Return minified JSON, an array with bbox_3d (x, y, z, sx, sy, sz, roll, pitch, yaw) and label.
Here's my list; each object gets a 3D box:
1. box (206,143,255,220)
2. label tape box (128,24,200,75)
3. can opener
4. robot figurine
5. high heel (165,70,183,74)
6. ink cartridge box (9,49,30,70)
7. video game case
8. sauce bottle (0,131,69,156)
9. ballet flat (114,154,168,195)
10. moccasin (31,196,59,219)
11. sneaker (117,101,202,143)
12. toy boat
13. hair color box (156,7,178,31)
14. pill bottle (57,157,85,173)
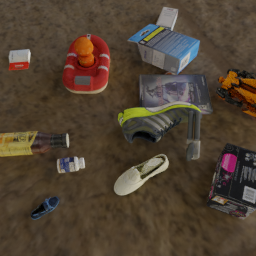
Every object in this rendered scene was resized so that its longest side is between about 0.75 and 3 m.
[{"bbox_3d":[3.103,1.524,8.087,1.156,1.003,1.749,19,58,11],"label":"box"},{"bbox_3d":[1.447,-3.320,11.573,2.430,0.803,1.741,27,52,24],"label":"label tape box"},{"bbox_3d":[2.090,0.252,8.888,0.420,0.530,1.595,3,93,12],"label":"can opener"},{"bbox_3d":[4.428,-1.209,10.202,2.517,0.733,1.825,28,59,18],"label":"robot figurine"},{"bbox_3d":[1.798,-2.261,11.287,0.758,0.255,0.364,-17,35,0],"label":"high heel"},{"bbox_3d":[-4.544,-2.853,11.675,0.809,0.239,1.011,-5,53,-4],"label":"ink cartridge box"},{"bbox_3d":[1.728,-1.308,10.581,2.614,0.248,1.867,1,54,0],"label":"video game case"},{"bbox_3d":[-3.097,0.470,9.002,2.329,0.769,0.769,-5,55,-5],"label":"sauce bottle"},{"bbox_3d":[0.402,1.319,8.463,1.929,0.670,0.670,-27,59,-18],"label":"ballet flat"},{"bbox_3d":[-2.352,2.273,7.980,0.355,0.301,0.882,38,63,24],"label":"moccasin"},{"bbox_3d":[1.105,-0.101,9.372,2.825,1.044,1.144,-9,64,1],"label":"sneaker"},{"bbox_3d":[-1.593,-2.674,10.628,1.719,1.722,2.634,1,55,1],"label":"toy boat"},{"bbox_3d":[1.810,-5.007,13.078,0.744,0.456,1.504,14,57,10],"label":"hair color box"},{"bbox_3d":[-1.771,1.132,8.706,0.794,0.441,0.441,-7,55,-5],"label":"pill bottle"}]
